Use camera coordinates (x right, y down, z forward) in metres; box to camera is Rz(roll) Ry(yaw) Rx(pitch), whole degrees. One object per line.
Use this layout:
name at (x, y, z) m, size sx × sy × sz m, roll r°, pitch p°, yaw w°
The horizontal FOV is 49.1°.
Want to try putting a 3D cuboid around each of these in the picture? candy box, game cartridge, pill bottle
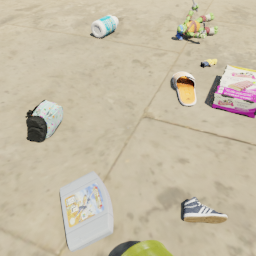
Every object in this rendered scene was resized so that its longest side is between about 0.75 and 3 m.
candy box at (4.560, -1.573, 11.406) m, size 1.685 × 0.754 × 2.471 m, roll 17°, pitch 43°, yaw 19°
game cartridge at (-1.068, 2.031, 7.240) m, size 1.264 × 0.394 × 1.899 m, roll -31°, pitch 43°, yaw 5°
pill bottle at (-1.288, -5.981, 16.358) m, size 0.960 × 0.960 × 1.734 m, roll 23°, pitch 46°, yaw 25°

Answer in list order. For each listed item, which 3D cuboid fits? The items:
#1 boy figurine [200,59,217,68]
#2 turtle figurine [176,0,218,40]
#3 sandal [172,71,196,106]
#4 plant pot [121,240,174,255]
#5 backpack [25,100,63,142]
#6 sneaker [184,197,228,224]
boy figurine at (3.950, -3.181, 13.639) m, size 0.879 × 0.283 × 0.546 m, roll -19°, pitch 40°, yaw -22°
turtle figurine at (4.068, -5.843, 15.374) m, size 2.452 × 2.529 × 1.820 m, roll -17°, pitch 56°, yaw -32°
sandal at (2.447, -1.847, 11.746) m, size 0.907 × 0.678 × 2.367 m, roll -4°, pitch 41°, yaw 0°
plant pot at (0.589, 3.200, 5.290) m, size 1.851 × 1.851 × 1.782 m, roll -16°, pitch 32°, yaw -18°
backpack at (-2.894, -0.299, 9.773) m, size 0.920 × 1.213 × 1.453 m, roll 22°, pitch 40°, yaw 0°
sneaker at (2.013, 2.156, 7.376) m, size 1.115 × 0.391 × 0.605 m, roll 0°, pitch 43°, yaw 5°
